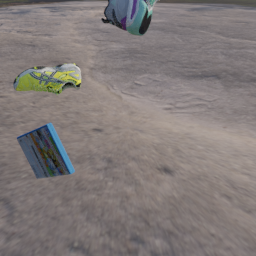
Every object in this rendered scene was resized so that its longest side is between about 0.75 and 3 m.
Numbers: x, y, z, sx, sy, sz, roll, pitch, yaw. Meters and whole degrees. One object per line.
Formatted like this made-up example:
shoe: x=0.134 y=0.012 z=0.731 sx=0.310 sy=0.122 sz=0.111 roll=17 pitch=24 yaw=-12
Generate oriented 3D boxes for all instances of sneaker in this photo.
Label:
sneaker: x=0.068 y=-3.487 z=7.014 sx=1.576 sy=0.876 sz=2.253 roll=22 pitch=74 yaw=17
sneaker: x=-1.314 y=-0.765 z=4.649 sx=1.125 sy=0.424 sz=0.430 roll=-15 pitch=75 yaw=-13

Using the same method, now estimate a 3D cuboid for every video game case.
video game case: x=-1.173 y=0.354 z=3.893 sx=0.990 sy=0.709 sz=0.088 roll=-16 pitch=11 yaw=46
